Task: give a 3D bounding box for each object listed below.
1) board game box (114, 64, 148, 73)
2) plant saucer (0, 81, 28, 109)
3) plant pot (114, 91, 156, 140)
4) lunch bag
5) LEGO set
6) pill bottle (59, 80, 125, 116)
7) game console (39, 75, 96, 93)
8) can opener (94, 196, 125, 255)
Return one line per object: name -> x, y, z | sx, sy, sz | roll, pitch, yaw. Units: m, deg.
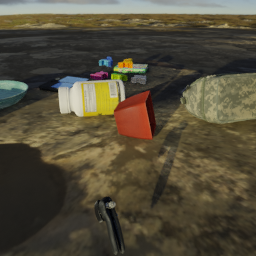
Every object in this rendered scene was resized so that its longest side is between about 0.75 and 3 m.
board game box -> 0.188, -3.443, 16.128 | 1.784, 0.260, 1.201 | 4, 24, 9
plant saucer -> -5.377, -1.253, 10.958 | 2.879, 0.517, 2.879 | 1, 24, 0
plant pot -> 0.204, -0.345, 8.361 | 1.018, 1.155, 1.154 | -7, 22, 15
lunch bag -> 3.158, -1.027, 9.375 | 2.230, 1.554, 1.871 | -9, 8, -21
LEGO set -> -0.352, -3.007, 14.163 | 2.882, 1.099, 1.183 | 9, 26, 16
pill bottle -> -1.232, -1.016, 9.589 | 2.153, 1.198, 1.198 | -4, 25, -10
game console -> -2.714, -2.010, 12.876 | 2.094, 0.325, 1.852 | 11, 26, 24
can opener -> -0.249, 1.514, 4.415 | 0.294, 0.365, 0.928 | -3, 51, -35
